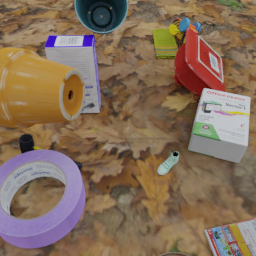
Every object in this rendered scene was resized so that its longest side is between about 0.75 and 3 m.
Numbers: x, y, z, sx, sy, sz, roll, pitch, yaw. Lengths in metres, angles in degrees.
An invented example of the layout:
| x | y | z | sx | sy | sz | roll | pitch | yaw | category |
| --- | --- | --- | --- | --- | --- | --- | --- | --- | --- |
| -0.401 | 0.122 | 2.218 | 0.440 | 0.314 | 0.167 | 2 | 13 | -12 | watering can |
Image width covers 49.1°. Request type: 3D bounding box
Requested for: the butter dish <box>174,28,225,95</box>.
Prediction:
| x | y | z | sx | sy | sz | roll | pitch | yaw | category |
| --- | --- | --- | --- | --- | --- | --- | --- | --- | --- |
| 2.717 | -2.413 | 11.698 | 2.460 | 1.823 | 2.467 | 32 | 48 | -27 | butter dish |

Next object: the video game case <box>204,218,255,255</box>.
| x | y | z | sx | sy | sz | roll | pitch | yaw | category |
| --- | --- | --- | --- | --- | --- | --- | --- | --- | --- |
| 3.061 | 3.190 | 7.681 | 1.599 | 0.139 | 1.143 | -9 | 49 | -9 | video game case |

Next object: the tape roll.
| x | y | z | sx | sy | sz | roll | pitch | yaw | category |
| --- | --- | --- | --- | --- | --- | --- | --- | --- | --- |
| -2.679 | 1.988 | 8.246 | 2.756 | 0.904 | 2.756 | 0 | 48 | 1 | tape roll |

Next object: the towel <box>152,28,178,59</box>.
| x | y | z | sx | sy | sz | roll | pitch | yaw | category |
| --- | --- | --- | --- | --- | --- | --- | --- | --- | --- |
| 1.917 | -4.413 | 14.406 | 1.147 | 0.241 | 2.666 | -1 | 48 | -2 | towel |

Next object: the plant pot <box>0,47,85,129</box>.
| x | y | z | sx | sy | sz | roll | pitch | yaw | category |
| --- | --- | --- | --- | --- | --- | --- | --- | --- | --- |
| -2.182 | -0.914 | 7.017 | 1.867 | 2.039 | 2.039 | 8 | 48 | 18 | plant pot |

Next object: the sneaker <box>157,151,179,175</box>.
| x | y | z | sx | sy | sz | roll | pitch | yaw | category |
| --- | --- | --- | --- | --- | --- | --- | --- | --- | --- |
| 1.327 | 1.121 | 9.251 | 0.940 | 0.554 | 0.346 | -37 | 59 | -27 | sneaker |

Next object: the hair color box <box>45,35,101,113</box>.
| x | y | z | sx | sy | sz | roll | pitch | yaw | category |
| --- | --- | --- | --- | --- | --- | --- | --- | --- | --- |
| -1.911 | -1.889 | 10.322 | 1.600 | 2.928 | 0.949 | -1 | 44 | -1 | hair color box |

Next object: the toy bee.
| x | y | z | sx | sy | sz | roll | pitch | yaw | category |
| --- | --- | --- | --- | --- | --- | --- | --- | --- | --- |
| 2.875 | -4.608 | 13.892 | 1.858 | 1.542 | 2.838 | 17 | 17 | -7 | toy bee |

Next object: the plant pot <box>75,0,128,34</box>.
| x | y | z | sx | sy | sz | roll | pitch | yaw | category |
| --- | --- | --- | --- | --- | --- | --- | --- | --- | --- |
| -0.921 | -4.131 | 9.929 | 1.748 | 1.748 | 1.643 | -4 | 9 | -4 | plant pot |

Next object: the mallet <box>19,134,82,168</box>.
| x | y | z | sx | sy | sz | roll | pitch | yaw | category |
| --- | --- | --- | --- | --- | --- | --- | --- | --- | --- |
| -2.657 | 0.959 | 9.558 | 2.290 | 0.754 | 0.471 | 25 | 45 | 2 | mallet |

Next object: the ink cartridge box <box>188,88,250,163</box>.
| x | y | z | sx | sy | sz | roll | pitch | yaw | category |
| --- | --- | --- | --- | --- | --- | --- | --- | --- | --- |
| 3.315 | -0.178 | 10.079 | 1.780 | 1.032 | 2.458 | 14 | 50 | 12 | ink cartridge box |

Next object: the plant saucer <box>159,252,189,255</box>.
| x | y | z | sx | sy | sz | roll | pitch | yaw | category |
| --- | --- | --- | --- | --- | --- | --- | --- | --- | --- |
| 1.192 | 4.056 | 6.769 | 1.943 | 0.355 | 1.943 | 0 | 49 | 0 | plant saucer |
